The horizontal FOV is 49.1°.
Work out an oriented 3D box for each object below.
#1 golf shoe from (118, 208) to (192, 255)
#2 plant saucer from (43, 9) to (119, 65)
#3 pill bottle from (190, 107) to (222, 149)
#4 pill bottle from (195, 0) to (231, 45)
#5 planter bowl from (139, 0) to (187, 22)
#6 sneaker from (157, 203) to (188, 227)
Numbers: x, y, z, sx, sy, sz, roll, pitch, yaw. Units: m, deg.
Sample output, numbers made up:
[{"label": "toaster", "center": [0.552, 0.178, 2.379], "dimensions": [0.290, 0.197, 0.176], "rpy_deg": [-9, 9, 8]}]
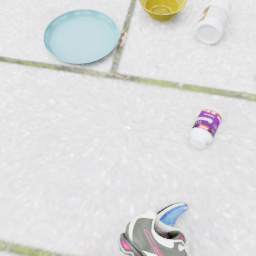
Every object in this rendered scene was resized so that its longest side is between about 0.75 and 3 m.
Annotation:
[{"label": "golf shoe", "center": [1.017, 2.839, 5.845], "dimensions": [2.565, 0.990, 1.130], "rpy_deg": [40, 105, 4]}, {"label": "plant saucer", "center": [-1.630, -3.186, 9.903], "dimensions": [2.639, 0.362, 2.639], "rpy_deg": [0, 61, 0]}, {"label": "pill bottle", "center": [2.196, 0.001, 7.985], "dimensions": [0.650, 0.650, 1.156], "rpy_deg": [26, 64, 13]}, {"label": "pill bottle", "center": [3.072, -3.861, 9.927], "dimensions": [0.956, 0.956, 1.672], "rpy_deg": [22, 64, 12]}, {"label": "planter bowl", "center": [1.259, -4.508, 10.403], "dimensions": [1.756, 0.731, 1.756], "rpy_deg": [-1, 61, 1]}, {"label": "sneaker", "center": [0.879, 2.384, 6.801], "dimensions": [1.536, 0.603, 0.685], "rpy_deg": [-35, 78, -11]}]
